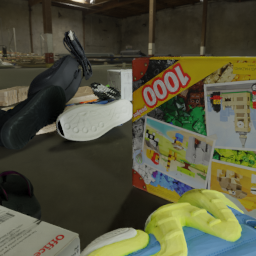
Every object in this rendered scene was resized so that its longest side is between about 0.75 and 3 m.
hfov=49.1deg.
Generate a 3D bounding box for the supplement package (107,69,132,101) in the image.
[{"bbox_3d":[0.154,-1.924,12.329,1.698,1.249,1.624,-6,16,-23],"label":"supplement package"}]

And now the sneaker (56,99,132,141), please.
[{"bbox_3d":[-1.013,-0.212,6.947,2.052,0.827,1.503,-20,10,-33],"label":"sneaker"}]

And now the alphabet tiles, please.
[{"bbox_3d":[-2.593,-0.365,8.060,2.910,0.217,2.975,-13,20,-33],"label":"alphabet tiles"}]

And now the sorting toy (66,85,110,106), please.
[{"bbox_3d":[-1.510,-1.114,9.653,2.593,0.382,1.917,-14,20,-27],"label":"sorting toy"}]

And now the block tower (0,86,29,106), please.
[{"bbox_3d":[-4.729,-1.328,11.425,0.597,0.558,2.064,3,14,7],"label":"block tower"}]

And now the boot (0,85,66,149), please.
[{"bbox_3d":[-2.767,-0.381,6.490,1.896,0.862,2.257,7,36,20],"label":"boot"}]

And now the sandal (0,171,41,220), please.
[{"bbox_3d":[-1.459,0.793,3.634,0.529,0.337,1.406,-10,18,-34],"label":"sandal"}]

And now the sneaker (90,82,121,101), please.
[{"bbox_3d":[-0.521,-0.819,6.811,0.862,0.390,0.287,23,55,22],"label":"sneaker"}]

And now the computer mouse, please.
[{"bbox_3d":[-1.804,-1.399,7.911,0.650,1.708,2.467,16,58,31],"label":"computer mouse"}]

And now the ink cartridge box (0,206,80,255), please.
[{"bbox_3d":[-1.032,1.089,2.250,1.074,0.451,0.784,8,16,28],"label":"ink cartridge box"}]

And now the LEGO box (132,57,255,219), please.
[{"bbox_3d":[1.258,0.092,3.341,2.465,1.836,0.951,12,19,41],"label":"LEGO box"}]

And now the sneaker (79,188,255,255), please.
[{"bbox_3d":[0.532,1.025,1.525,1.319,0.951,2.511,9,16,31],"label":"sneaker"}]
